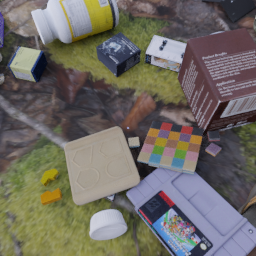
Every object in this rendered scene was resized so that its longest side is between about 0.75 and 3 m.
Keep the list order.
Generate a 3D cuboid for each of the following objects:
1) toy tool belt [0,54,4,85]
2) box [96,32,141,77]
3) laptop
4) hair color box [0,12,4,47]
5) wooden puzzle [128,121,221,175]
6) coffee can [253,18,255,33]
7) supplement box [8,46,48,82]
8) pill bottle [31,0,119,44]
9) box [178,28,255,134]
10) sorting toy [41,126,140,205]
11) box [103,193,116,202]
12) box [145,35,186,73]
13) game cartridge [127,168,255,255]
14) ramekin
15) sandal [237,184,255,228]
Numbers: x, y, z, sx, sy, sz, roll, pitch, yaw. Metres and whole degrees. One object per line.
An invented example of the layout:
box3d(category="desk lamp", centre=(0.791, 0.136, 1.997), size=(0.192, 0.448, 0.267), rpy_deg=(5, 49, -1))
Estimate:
box3d(category="toy tool belt", centre=(-4.718, -2.224, 9.162), size=(1.053, 1.036, 1.686), rpy_deg=(-15, 63, -8))
box3d(category="box", centre=(-0.313, -2.501, 9.527), size=(1.093, 0.642, 1.075), rpy_deg=(-38, 70, -18))
box3d(category="laptop", centre=(4.012, -4.955, 11.166), size=(1.383, 0.856, 1.477), rpy_deg=(-36, 96, -17))
box3d(category="hair color box", centre=(-5.021, -3.589, 10.214), size=(0.807, 0.479, 1.477), rpy_deg=(-8, 60, -5))
box3d(category="wooden puzzle", centre=(1.249, 0.503, 7.852), size=(2.584, 0.182, 1.533), rpy_deg=(10, 49, 19))
box3d(category="coffee can", centre=(5.445, -4.309, 10.051), size=(1.409, 1.409, 1.925), rpy_deg=(22, 64, 11))
box3d(category="supplement box", centre=(-3.331, -2.126, 9.358), size=(0.895, 0.602, 0.896), rpy_deg=(12, 63, 6))
box3d(category="pill bottle", centre=(-1.822, -3.898, 9.775), size=(2.748, 1.539, 1.539), rpy_deg=(-23, 64, -12))
box3d(category="box", centre=(2.805, -1.336, 8.224), size=(1.868, 1.849, 2.252), rpy_deg=(-13, 63, -7))
box3d(category="sorting toy", centre=(-1.142, 1.130, 7.714), size=(2.596, 0.348, 1.934), rpy_deg=(-19, 53, -3))
box3d(category="box", centre=(-0.525, 1.436, 7.705), size=(0.661, 0.182, 0.968), rpy_deg=(20, 64, 10))
box3d(category="box", centre=(1.492, -2.509, 9.626), size=(1.624, 0.488, 0.947), rpy_deg=(18, 64, 9))
box3d(category="game cartridge", centre=(1.506, 2.165, 6.908), size=(1.880, 0.557, 2.901), rpy_deg=(-33, 57, -20))
box3d(category="ramekin", centre=(-0.501, 2.351, 6.844), size=(0.924, 0.924, 0.430), rpy_deg=(-11, 51, -6))
box3d(category="sandal", centre=(3.313, 2.098, 7.015), size=(2.809, 0.767, 1.148), rpy_deg=(-33, 66, -15))
